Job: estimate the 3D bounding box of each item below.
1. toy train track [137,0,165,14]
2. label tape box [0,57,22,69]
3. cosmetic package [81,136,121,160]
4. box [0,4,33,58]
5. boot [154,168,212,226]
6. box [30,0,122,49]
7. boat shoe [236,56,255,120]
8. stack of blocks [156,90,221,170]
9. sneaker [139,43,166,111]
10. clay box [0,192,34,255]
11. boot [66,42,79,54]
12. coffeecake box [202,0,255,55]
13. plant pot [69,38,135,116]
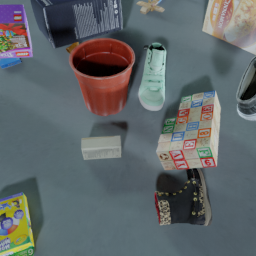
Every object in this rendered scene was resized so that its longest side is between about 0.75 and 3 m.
[{"bbox_3d":[1.247,-5.807,12.571,1.319,0.374,2.299,26,55,19],"label":"toy train track"},{"bbox_3d":[-4.350,-2.616,10.031,0.732,0.338,1.021,-26,54,-19],"label":"label tape box"},{"bbox_3d":[-0.689,0.524,7.390,1.021,0.529,0.373,-4,51,-4],"label":"cosmetic package"},{"bbox_3d":[-2.783,-1.670,5.027,1.935,1.324,0.378,-6,81,-14],"label":"box"},{"bbox_3d":[1.220,1.535,6.576,1.190,0.578,1.580,-4,57,-3],"label":"boot"},{"bbox_3d":[-1.935,-4.365,10.510,2.823,1.473,2.089,-23,45,-19],"label":"box"},{"bbox_3d":[2.908,-1.233,5.707,0.813,0.800,2.256,20,76,35],"label":"boat shoe"},{"bbox_3d":[1.662,0.012,7.359,1.302,0.662,2.260,-8,37,28],"label":"stack of blocks"},{"bbox_3d":[0.769,-1.661,8.639,0.817,1.309,2.219,3,53,0],"label":"sneaker"},{"bbox_3d":[-2.584,2.213,6.149,0.821,0.340,1.429,-17,53,-12],"label":"clay box"},{"bbox_3d":[-2.069,-3.034,10.398,0.545,0.268,0.762,-23,60,-23],"label":"boot"},{"bbox_3d":[4.266,-4.074,10.080,2.696,2.070,0.985,35,59,25],"label":"coffeecake box"},{"bbox_3d":[-0.690,-1.365,8.142,1.764,1.716,1.764,0,51,0],"label":"plant pot"}]
